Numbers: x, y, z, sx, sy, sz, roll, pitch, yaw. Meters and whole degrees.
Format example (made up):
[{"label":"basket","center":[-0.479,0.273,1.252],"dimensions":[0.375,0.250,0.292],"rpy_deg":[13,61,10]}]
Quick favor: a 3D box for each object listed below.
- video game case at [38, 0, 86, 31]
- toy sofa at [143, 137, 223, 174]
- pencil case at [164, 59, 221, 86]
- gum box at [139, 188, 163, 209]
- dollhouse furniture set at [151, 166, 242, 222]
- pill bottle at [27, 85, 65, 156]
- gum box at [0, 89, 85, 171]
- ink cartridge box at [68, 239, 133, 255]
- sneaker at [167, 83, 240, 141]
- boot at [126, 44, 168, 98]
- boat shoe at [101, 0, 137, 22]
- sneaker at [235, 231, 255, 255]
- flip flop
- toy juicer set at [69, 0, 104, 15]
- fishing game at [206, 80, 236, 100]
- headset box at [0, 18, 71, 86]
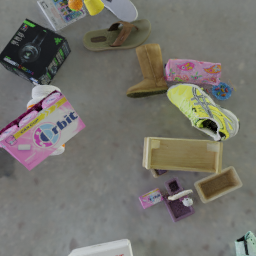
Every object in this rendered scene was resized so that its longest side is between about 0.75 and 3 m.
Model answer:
[{"label":"video game case","center":[-2.874,-5.197,12.169],"dimensions":[1.509,0.196,1.658],"rpy_deg":[-31,77,-8]},{"label":"toy sofa","center":[1.910,0.952,10.095],"dimensions":[2.696,1.315,1.116],"rpy_deg":[3,90,-2]},{"label":"pencil case","center":[2.537,-2.197,11.054],"dimensions":[2.178,0.952,0.952],"rpy_deg":[5,76,2]},{"label":"gum box","center":[0.849,2.537,10.135],"dimensions":[0.805,0.266,0.457],"rpy_deg":[-25,77,-6]},{"label":"dollhouse furniture set","center":[2.454,1.651,9.475],"dimensions":[2.791,1.981,2.211],"rpy_deg":[-23,77,-6]},{"label":"pill bottle","center":[-3.022,-0.266,10.293],"dimensions":[1.362,1.362,2.411],"rpy_deg":[-4,75,-1]},{"label":"gum box","center":[-2.436,0.073,7.856],"dimensions":[2.129,1.208,0.704],"rpy_deg":[-40,36,-13]},{"label":"ink cartridge box","center":[-0.688,5.293,8.929],"dimensions":[2.089,1.211,2.885],"rpy_deg":[-11,76,-3]},{"label":"sneaker","center":[2.575,-0.653,10.168],"dimensions":[2.987,1.126,1.141],"rpy_deg":[37,43,26]},{"label":"boot","center":[0.616,-2.284,11.203],"dimensions":[1.798,0.679,2.053],"rpy_deg":[-8,76,-15]},{"label":"boat shoe","center":[-0.553,-5.293,11.914],"dimensions":[2.361,0.668,0.810],"rpy_deg":[34,110,7]},{"label":"sneaker","center":[4.612,4.051,9.485],"dimensions":[1.926,0.709,1.136],"rpy_deg":[-12,82,-1]},{"label":"flip flop","center":[-0.443,-3.881,11.491],"dimensions":[2.908,0.837,1.179],"rpy_deg":[-9,76,-2]},{"label":"toy juicer set","center":[-0.877,-3.935,7.814],"dimensions":[1.337,0.572,2.102],"rpy_deg":[10,66,37]},{"label":"fishing game","center":[3.764,-1.490,11.230],"dimensions":[1.123,0.175,0.804],"rpy_deg":[-19,74,-4]},{"label":"headset box","center":[-3.629,-2.983,11.168],"dimensions":[1.914,1.020,2.198],"rpy_deg":[29,77,7]}]
